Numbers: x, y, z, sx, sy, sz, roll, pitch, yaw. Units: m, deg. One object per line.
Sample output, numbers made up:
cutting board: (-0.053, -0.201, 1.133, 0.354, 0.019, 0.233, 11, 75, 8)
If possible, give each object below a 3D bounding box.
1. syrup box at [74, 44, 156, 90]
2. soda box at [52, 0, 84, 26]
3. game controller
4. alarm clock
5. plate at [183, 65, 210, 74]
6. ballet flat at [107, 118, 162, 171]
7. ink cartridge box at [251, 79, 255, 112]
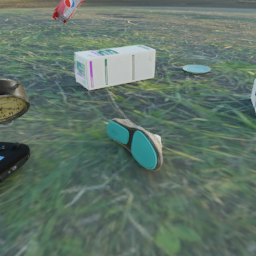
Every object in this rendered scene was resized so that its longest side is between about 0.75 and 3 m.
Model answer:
syrup box: (-0.461, -2.313, 10.398, 2.843, 1.158, 1.119, -15, 30, -28)
soda box: (-1.826, -4.045, 9.051, 1.489, 0.472, 0.521, -62, 17, -22)
game controller: (-2.923, 0.916, 4.885, 1.326, 0.535, 2.542, 11, 29, 19)
alarm clock: (-1.993, -0.350, 4.352, 0.840, 1.246, 0.415, -16, 69, -23)
plate: (2.860, -2.437, 11.723, 1.134, 0.145, 1.134, -1, 28, 0)
ballet flat: (0.288, 0.251, 6.064, 0.685, 0.693, 2.037, -2, 26, -33)
ink cartridge box: (4.298, -0.825, 8.038, 1.180, 0.681, 1.626, 7, 28, 13)
